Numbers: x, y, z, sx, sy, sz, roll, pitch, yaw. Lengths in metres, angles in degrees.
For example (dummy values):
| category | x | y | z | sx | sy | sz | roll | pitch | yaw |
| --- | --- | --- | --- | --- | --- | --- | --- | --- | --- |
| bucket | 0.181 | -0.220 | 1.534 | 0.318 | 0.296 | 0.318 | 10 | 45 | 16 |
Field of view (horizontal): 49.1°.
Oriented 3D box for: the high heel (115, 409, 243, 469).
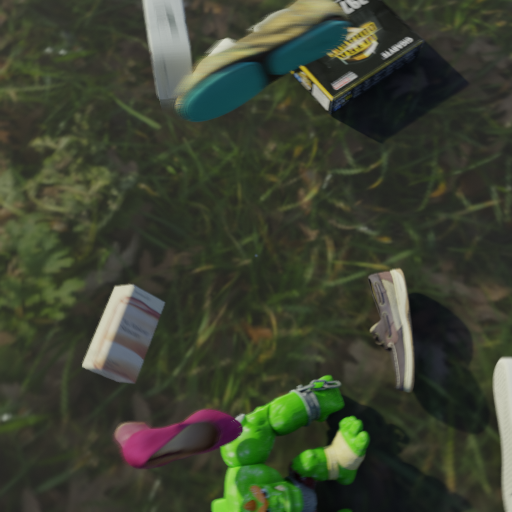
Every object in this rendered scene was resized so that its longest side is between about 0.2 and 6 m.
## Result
| category | x | y | z | sx | sy | sz | roll | pitch | yaw |
| --- | --- | --- | --- | --- | --- | --- | --- | --- | --- |
| high heel | -0.811 | 2.384 | 7.029 | 1.792 | 0.861 | 0.604 | 3 | 98 | -32 |

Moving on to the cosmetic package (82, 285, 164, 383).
| category | x | y | z | sx | sy | sz | roll | pitch | yaw |
| --- | --- | --- | --- | --- | --- | --- | --- | --- | --- |
| cosmetic package | -1.575 | 0.936 | 6.720 | 0.542 | 0.457 | 1.048 | 33 | 62 | -36 |

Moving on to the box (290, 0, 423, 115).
| category | x | y | z | sx | sy | sz | roll | pitch | yaw |
| --- | --- | --- | --- | --- | --- | --- | --- | --- | --- |
| box | 1.812 | -4.211 | 11.279 | 2.380 | 0.587 | 1.900 | -34 | 72 | -12 |

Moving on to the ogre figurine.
| category | x | y | z | sx | sy | sz | roll | pitch | yaw |
| --- | --- | --- | --- | --- | --- | --- | --- | --- | --- |
| ogre figurine | 0.533 | 3.534 | 7.946 | 2.052 | 1.679 | 3.422 | 2 | 84 | -18 |

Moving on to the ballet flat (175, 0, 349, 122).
| category | x | y | z | sx | sy | sz | roll | pitch | yaw |
| --- | --- | --- | --- | --- | --- | --- | --- | --- | --- |
| ballet flat | -0.012 | -2.238 | 6.257 | 2.145 | 0.758 | 0.758 | -29 | 72 | 1 |

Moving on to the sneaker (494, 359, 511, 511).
| category | x | y | z | sx | sy | sz | roll | pitch | yaw |
| --- | --- | --- | --- | --- | --- | --- | --- | --- | --- |
| sneaker | 4.640 | 3.035 | 8.267 | 1.769 | 1.104 | 2.999 | 2 | 67 | 7 |

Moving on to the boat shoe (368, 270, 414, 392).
| category | x | y | z | sx | sy | sz | roll | pitch | yaw |
| --- | --- | --- | --- | --- | --- | --- | --- | --- | --- |
| boat shoe | 2.215 | 1.222 | 9.234 | 0.657 | 0.729 | 2.027 | -5 | 72 | 10 |

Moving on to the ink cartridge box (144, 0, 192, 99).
| category | x | y | z | sx | sy | sz | roll | pitch | yaw |
| --- | --- | --- | --- | --- | --- | --- | --- | --- | --- |
| ink cartridge box | -1.085 | -2.642 | 6.942 | 0.466 | 0.822 | 1.121 | -8 | 65 | -6 |
